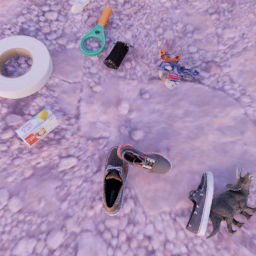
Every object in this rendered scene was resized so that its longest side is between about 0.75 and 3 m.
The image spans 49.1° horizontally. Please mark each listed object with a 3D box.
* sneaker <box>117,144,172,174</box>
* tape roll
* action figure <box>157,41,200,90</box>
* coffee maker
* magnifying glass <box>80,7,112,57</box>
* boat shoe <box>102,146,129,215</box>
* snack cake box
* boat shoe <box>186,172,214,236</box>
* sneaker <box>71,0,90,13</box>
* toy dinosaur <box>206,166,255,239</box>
[{"bbox_3d":[0.458,0.957,7.724,1.609,0.659,0.620,18,98,-6],"label":"sneaker"},{"bbox_3d":[-3.757,-2.102,9.479,2.364,0.432,2.364,0,65,0],"label":"tape roll"},{"bbox_3d":[1.579,-2.007,9.416,1.631,0.853,1.577,14,72,-21],"label":"action figure"},{"bbox_3d":[-0.376,-2.462,9.439,0.568,0.810,0.844,32,76,-21],"label":"coffee maker"},{"bbox_3d":[-1.068,-3.539,10.228,0.888,0.250,2.232,16,66,7],"label":"magnifying glass"},{"bbox_3d":[-0.341,1.375,7.791,0.713,0.715,1.974,1,66,0],"label":"boat shoe"},{"bbox_3d":[-2.699,-0.017,8.443,1.135,0.652,0.381,-41,72,-17],"label":"snack cake box"},{"bbox_3d":[1.914,1.991,7.632,0.575,0.607,1.736,14,74,5],"label":"boat shoe"},{"bbox_3d":[-1.899,-4.747,10.744,0.422,0.358,0.953,27,62,24],"label":"sneaker"},{"bbox_3d":[2.713,2.149,7.540,2.139,0.823,1.094,-40,59,-9],"label":"toy dinosaur"}]
